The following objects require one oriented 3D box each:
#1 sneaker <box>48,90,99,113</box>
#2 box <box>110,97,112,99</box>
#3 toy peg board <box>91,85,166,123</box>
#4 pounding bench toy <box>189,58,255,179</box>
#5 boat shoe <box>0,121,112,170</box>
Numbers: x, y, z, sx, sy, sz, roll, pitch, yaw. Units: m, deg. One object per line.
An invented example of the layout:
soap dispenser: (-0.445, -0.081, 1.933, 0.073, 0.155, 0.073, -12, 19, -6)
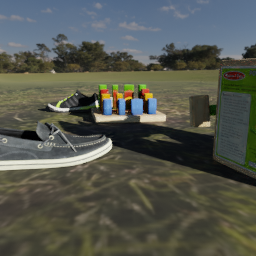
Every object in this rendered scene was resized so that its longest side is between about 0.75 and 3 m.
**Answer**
sneaker: (-1.934, -1.001, 10.222, 1.956, 0.810, 0.701, 0, 11, -1)
box: (-1.085, -1.093, 11.751, 0.868, 0.412, 0.337, 5, 11, 16)
toy peg board: (-0.084, -0.843, 8.923, 2.077, 1.016, 2.069, -2, 11, -10)
pounding bench toy: (2.451, -0.267, 4.522, 2.009, 1.600, 2.576, -4, 12, -21)
boat shoe: (-1.297, 0.227, 4.464, 2.158, 0.672, 0.805, -2, 10, -17)
